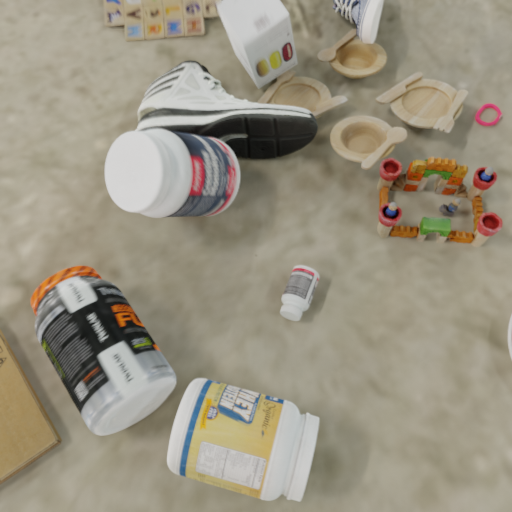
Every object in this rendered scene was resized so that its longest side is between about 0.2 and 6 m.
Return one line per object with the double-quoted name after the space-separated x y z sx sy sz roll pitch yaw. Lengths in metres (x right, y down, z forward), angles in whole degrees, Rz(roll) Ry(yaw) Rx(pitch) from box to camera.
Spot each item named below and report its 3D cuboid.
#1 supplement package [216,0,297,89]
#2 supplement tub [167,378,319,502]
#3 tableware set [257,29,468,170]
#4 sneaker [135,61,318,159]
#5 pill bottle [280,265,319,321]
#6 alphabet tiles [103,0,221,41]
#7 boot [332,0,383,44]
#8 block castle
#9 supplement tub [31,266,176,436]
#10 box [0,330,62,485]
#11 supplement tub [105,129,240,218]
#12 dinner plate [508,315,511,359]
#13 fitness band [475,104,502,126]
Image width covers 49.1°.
0.069 -3.816 9.738 0.921 1.619 0.887 -32 77 4 "supplement package"
-0.147 2.323 7.057 1.687 1.220 1.220 13 64 6 "supplement tub"
1.868 -2.825 9.986 2.755 0.383 3.298 -40 62 -20 "tableware set"
-0.518 -2.682 9.634 3.100 1.170 1.784 -1 65 2 "sneaker"
0.636 0.566 8.403 0.429 0.429 0.774 19 64 9 "pill bottle"
-1.904 -5.270 11.355 2.376 0.075 1.977 -6 73 -1 "alphabet tiles"
1.902 -4.754 10.835 0.981 0.790 2.173 9 42 11 "boot"
2.865 -0.900 8.904 1.859 0.872 1.242 6 63 3 "block castle"
-2.122 1.220 7.591 1.282 1.282 2.092 -33 68 -15 "supplement tub"
-4.025 2.164 7.690 1.842 0.240 2.254 -33 68 -15 "box"
-1.210 -1.217 8.437 1.270 1.810 1.270 4 96 33 "supplement tub"
4.784 1.411 8.057 2.350 0.285 2.350 0 63 -1 "dinner plate"
4.231 -2.558 10.194 0.390 0.102 0.543 34 67 19 "fitness band"
